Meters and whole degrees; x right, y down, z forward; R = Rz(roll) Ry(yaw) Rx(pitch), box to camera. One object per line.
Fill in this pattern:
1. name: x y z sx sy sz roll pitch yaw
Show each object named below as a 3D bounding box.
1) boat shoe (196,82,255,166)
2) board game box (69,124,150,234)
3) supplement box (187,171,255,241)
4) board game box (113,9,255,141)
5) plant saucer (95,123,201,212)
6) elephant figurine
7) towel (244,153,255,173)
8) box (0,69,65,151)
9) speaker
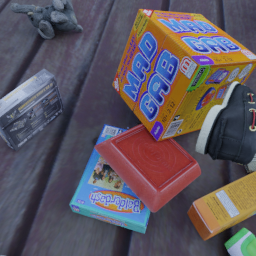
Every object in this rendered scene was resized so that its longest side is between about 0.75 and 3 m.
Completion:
1. boat shoe: 1.411 -0.108 3.566 0.611 0.713 1.949 18 27 21
2. board game box: -0.132 1.147 6.936 1.794 0.531 2.359 15 55 9
3. supplement box: 2.573 1.671 6.433 2.312 0.769 0.795 -23 58 -15
4. board game box: 1.362 -1.409 7.281 2.263 2.265 2.264 -13 52 -35
5. plant saucer: 0.597 0.680 6.729 2.051 0.376 2.047 -24 61 -43
6. elephant figurine: -2.950 -4.003 10.228 1.934 1.500 1.368 -10 14 23
7. towel: 3.904 0.408 7.667 1.887 0.326 1.817 1 58 -2
8. box: -2.632 -0.461 7.502 0.453 1.484 1.874 33 62 21
9. speaker: 2.727 2.843 5.671 0.688 0.688 1.556 -29 60 -19
